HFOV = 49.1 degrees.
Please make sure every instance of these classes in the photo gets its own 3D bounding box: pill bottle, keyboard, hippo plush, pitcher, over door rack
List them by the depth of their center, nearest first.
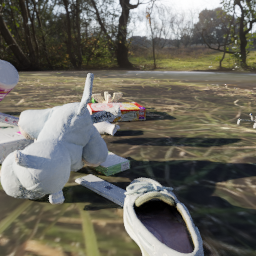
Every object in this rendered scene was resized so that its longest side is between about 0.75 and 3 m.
[{"bbox_3d":[-1.294,0.611,5.481,2.422,1.929,1.947,-20,35,31],"label":"hippo plush"},{"bbox_3d":[-0.435,1.232,5.637,1.568,0.084,0.441,15,15,43],"label":"keyboard"},{"bbox_3d":[-3.567,-1.100,7.391,1.433,0.804,0.804,-30,-6,36],"label":"pill bottle"},{"bbox_3d":[-0.788,-0.051,9.700,0.902,0.547,0.774,15,13,17],"label":"pitcher"},{"bbox_3d":[4.978,-0.297,10.879,1.115,0.371,0.824,-8,16,-28],"label":"over door rack"}]

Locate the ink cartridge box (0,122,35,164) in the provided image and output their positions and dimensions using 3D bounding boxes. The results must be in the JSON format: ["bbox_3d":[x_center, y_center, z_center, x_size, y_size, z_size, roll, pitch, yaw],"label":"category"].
[{"bbox_3d":[-4.118,0.419,7.711,2.708,0.590,2.351,14,18,42],"label":"ink cartridge box"}]

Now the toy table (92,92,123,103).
[{"bbox_3d":[-0.930,-1.202,13.315,1.527,0.894,1.404,-7,16,-21],"label":"toy table"}]

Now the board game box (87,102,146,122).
[{"bbox_3d":[-0.549,-0.698,12.069,2.252,0.521,1.706,-4,15,-14],"label":"board game box"}]

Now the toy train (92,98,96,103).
[{"bbox_3d":[-1.959,-1.594,16.095,0.175,0.236,0.838,-4,15,-14],"label":"toy train"}]

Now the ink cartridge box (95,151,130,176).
[{"bbox_3d":[-0.521,0.829,6.817,0.701,0.231,0.963,-13,19,-40],"label":"ink cartridge box"}]

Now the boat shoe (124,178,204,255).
[{"bbox_3d":[0.454,1.276,3.898,0.961,0.836,2.606,-1,15,-4],"label":"boat shoe"}]

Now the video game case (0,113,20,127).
[{"bbox_3d":[-3.539,-0.220,9.013,1.846,0.233,2.026,16,-2,-24],"label":"video game case"}]
